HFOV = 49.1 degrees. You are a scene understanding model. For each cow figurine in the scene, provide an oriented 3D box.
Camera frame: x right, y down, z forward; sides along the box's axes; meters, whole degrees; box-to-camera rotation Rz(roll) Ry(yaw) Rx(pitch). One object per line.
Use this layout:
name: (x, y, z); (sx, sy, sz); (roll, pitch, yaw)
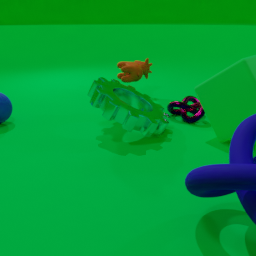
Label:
cow figurine: (0.295, -1.868, 9.162); (1.284, 0.716, 1.305); (-5, 23, -13)

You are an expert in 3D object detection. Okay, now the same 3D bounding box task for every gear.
gear: (0.040, -0.535, 6.721); (2.009, 0.372, 2.009); (25, 23, -11)

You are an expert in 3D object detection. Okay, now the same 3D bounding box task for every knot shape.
knot shape: (1.700, 0.520, 3.228); (1.888, 0.872, 1.767); (-29, 14, -2)
knot shape: (1.733, -0.549, 7.708); (1.131, 0.523, 1.059); (17, 28, 37)

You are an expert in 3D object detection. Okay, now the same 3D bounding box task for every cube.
cube: (2.604, -0.683, 6.127); (1.377, 1.377, 1.377); (-21, -6, -36)

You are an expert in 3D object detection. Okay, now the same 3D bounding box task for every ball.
ball: (-3.386, -0.511, 7.117); (0.835, 0.835, 0.835); (0, 22, 0)
